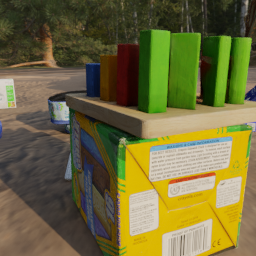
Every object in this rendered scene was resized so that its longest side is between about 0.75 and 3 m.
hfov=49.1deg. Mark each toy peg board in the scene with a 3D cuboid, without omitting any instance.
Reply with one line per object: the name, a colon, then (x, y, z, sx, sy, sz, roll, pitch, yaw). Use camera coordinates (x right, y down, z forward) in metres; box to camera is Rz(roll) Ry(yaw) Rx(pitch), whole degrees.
toy peg board: (0.422, -0.621, 3.350, 1.825, 0.893, 1.818, -7, 17, -32)

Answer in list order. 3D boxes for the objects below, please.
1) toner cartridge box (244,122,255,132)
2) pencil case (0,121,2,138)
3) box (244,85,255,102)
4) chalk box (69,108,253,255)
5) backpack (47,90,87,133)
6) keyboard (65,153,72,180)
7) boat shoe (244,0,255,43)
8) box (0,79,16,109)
toner cartridge box: (3.612, -0.222, 9.246, 0.704, 0.320, 1.482, 2, 16, 3)
pencil case: (-4.255, 0.066, 7.675, 1.462, 0.571, 0.635, -3, -1, -12)
box: (2.440, -0.769, 4.684, 0.209, 1.287, 0.780, 45, 27, 1)
chalk box: (0.110, 0.484, 4.071, 1.654, 1.646, 2.658, -7, 17, -24)
backpack: (-1.517, -0.492, 8.455, 1.661, 1.221, 1.520, -7, 13, -20)
keyboard: (-1.054, 0.748, 6.104, 0.480, 0.091, 1.705, -2, 15, -6)
boat shoe: (4.810, -4.165, 10.731, 0.660, 1.745, 0.644, -11, 35, -31)
box: (-5.663, -1.481, 12.151, 1.403, 1.238, 0.678, -6, 16, -23)
